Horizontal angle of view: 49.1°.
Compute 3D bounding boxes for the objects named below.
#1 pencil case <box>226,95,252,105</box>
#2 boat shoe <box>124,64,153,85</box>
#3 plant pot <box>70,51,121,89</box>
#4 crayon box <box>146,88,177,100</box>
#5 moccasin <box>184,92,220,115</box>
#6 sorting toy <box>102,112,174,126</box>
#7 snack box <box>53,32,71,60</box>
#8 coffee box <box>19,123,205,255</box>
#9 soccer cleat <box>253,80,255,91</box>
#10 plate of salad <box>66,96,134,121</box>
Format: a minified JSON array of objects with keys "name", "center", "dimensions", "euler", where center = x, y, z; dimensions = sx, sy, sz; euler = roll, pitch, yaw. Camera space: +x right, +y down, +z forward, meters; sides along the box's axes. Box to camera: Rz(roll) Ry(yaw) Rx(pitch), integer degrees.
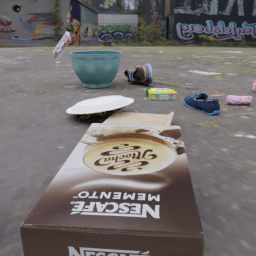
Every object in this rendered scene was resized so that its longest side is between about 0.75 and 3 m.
[{"name":"pencil case","center":[3.738,-0.944,9.442],"dimensions":[0.796,0.348,0.348],"euler":[3,19,11]},{"name":"boat shoe","center":[0.434,-2.459,13.136],"dimensions":[0.941,0.939,2.599],"euler":[-9,11,-12]},{"name":"plant pot","center":[-1.406,-2.611,12.479],"dimensions":[2.233,1.496,2.233],"euler":[1,19,0]},{"name":"crayon box","center":[1.235,-1.270,10.443],"dimensions":[1.007,0.293,0.868],"euler":[-2,19,-6]},{"name":"moccasin","center":[2.389,-0.864,8.900],"dimensions":[0.641,0.543,1.592],"euler":[-10,21,-26]},{"name":"sorting toy","center":[0.197,-0.062,7.039],"dimensions":[1.780,0.325,1.647],"euler":[0,19,15]},{"name":"snack box","center":[-1.895,-2.344,8.015],"dimensions":[0.104,0.308,0.856],"euler":[5,-31,-41]},{"name":"coffee box","center":[-0.006,0.804,3.381],"dimensions":[1.444,1.019,2.554],"euler":[2,19,5]},{"name":"soccer cleat","center":[5.771,-1.550,11.115],"dimensions":[1.557,0.595,0.519],"euler":[20,-7,13]},{"name":"plate of salad","center":[-0.784,-0.568,8.071],"dimensions":[1.956,0.470,1.956],"euler":[-8,16,2]}]
